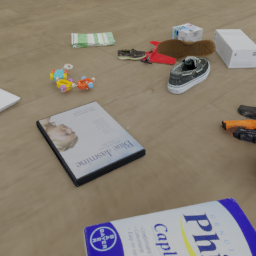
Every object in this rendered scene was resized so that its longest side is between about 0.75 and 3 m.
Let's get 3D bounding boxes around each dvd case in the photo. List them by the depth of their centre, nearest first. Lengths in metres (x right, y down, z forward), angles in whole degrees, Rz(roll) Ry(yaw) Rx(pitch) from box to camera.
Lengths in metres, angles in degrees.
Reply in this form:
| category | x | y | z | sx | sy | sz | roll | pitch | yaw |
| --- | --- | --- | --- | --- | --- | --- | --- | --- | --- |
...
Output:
| category | x | y | z | sx | sy | sz | roll | pitch | yaw |
| --- | --- | --- | --- | --- | --- | --- | --- | --- | --- |
| dvd case | -1.189 | 0.272 | 8.208 | 2.124 | 0.261 | 2.977 | -22 | 43 | -26 |

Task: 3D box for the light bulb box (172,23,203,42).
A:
| category | x | y | z | sx | sy | sz | roll | pitch | yaw |
| --- | --- | --- | --- | --- | --- | --- | --- | --- | --- |
| light bulb box | 2.995 | -4.757 | 14.237 | 1.100 | 0.692 | 1.109 | -23 | 44 | -26 |

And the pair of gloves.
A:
| category | x | y | z | sx | sy | sz | roll | pitch | yaw |
| --- | --- | --- | --- | --- | --- | --- | --- | --- | --- |
| pair of gloves | 4.003 | 0.085 | 7.427 | 2.627 | 0.365 | 2.948 | -1 | 9 | 11 |

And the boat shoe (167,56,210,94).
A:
| category | x | y | z | sx | sy | sz | roll | pitch | yaw |
| --- | --- | --- | --- | --- | --- | --- | --- | --- | --- |
| boat shoe | 2.478 | -2.276 | 10.861 | 0.986 | 0.970 | 2.737 | 23 | 44 | 26 |

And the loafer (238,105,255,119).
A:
| category | x | y | z | sx | sy | sz | roll | pitch | yaw |
| --- | --- | --- | --- | --- | --- | --- | --- | --- | --- |
| loafer | 4.258 | -0.547 | 9.071 | 1.321 | 0.478 | 0.481 | 19 | 43 | 24 |

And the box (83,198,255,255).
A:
| category | x | y | z | sx | sy | sz | roll | pitch | yaw |
| --- | --- | --- | --- | --- | --- | --- | --- | --- | --- |
| box | 0.864 | 2.642 | 4.245 | 2.741 | 1.438 | 2.520 | -8 | 40 | -11 |

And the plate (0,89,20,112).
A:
| category | x | y | z | sx | sy | sz | roll | pitch | yaw |
| --- | --- | --- | --- | --- | --- | --- | --- | --- | --- |
| plate | -4.827 | -0.821 | 9.594 | 1.626 | 0.263 | 1.630 | 23 | 44 | 26 |

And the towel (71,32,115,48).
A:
| category | x | y | z | sx | sy | sz | roll | pitch | yaw |
| --- | --- | --- | --- | --- | --- | --- | --- | --- | --- |
| towel | -1.808 | -4.574 | 14.368 | 2.153 | 0.252 | 1.642 | -7 | 38 | -8 |

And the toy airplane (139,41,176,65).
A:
| category | x | y | z | sx | sy | sz | roll | pitch | yaw |
| --- | --- | --- | --- | --- | --- | --- | --- | --- | --- |
| toy airplane | 1.235 | -3.473 | 12.826 | 2.291 | 0.421 | 2.291 | -1 | 38 | 1 |

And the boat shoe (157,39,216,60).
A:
| category | x | y | z | sx | sy | sz | roll | pitch | yaw |
| --- | --- | --- | --- | --- | --- | --- | --- | --- | --- |
| boat shoe | 2.629 | -3.537 | 12.714 | 2.575 | 0.929 | 0.927 | 0 | 6 | 16 |

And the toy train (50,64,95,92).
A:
| category | x | y | z | sx | sy | sz | roll | pitch | yaw |
| --- | --- | --- | --- | --- | --- | --- | --- | --- | --- |
| toy train | -2.149 | -1.774 | 10.658 | 1.342 | 0.497 | 1.786 | -27 | 49 | -31 |

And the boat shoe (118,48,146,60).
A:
| category | x | y | z | sx | sy | sz | roll | pitch | yaw |
| --- | --- | --- | --- | --- | --- | --- | --- | --- | --- |
| boat shoe | 0.167 | -3.347 | 12.600 | 1.317 | 0.427 | 0.482 | -4 | 43 | 5 |

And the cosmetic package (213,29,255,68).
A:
| category | x | y | z | sx | sy | sz | roll | pitch | yaw |
| --- | --- | --- | --- | --- | --- | --- | --- | --- | --- |
| cosmetic package | 4.813 | -3.628 | 12.661 | 1.257 | 0.916 | 2.473 | -1 | 40 | -1 |
